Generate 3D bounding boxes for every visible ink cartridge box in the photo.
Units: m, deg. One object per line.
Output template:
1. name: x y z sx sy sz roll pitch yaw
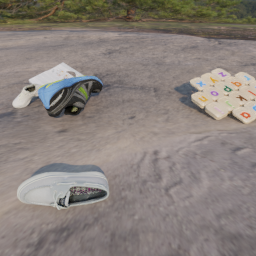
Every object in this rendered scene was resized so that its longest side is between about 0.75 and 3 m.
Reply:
1. ink cartridge box: -2.659 -1.734 11.038 1.927 0.420 1.673 35 56 30

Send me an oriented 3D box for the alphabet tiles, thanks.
1. alphabet tiles: 3.722 -1.232 10.114 2.839 0.207 2.777 -25 49 -24

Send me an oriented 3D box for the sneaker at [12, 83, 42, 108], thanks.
1. sneaker: -3.739 -1.238 10.204 1.319 0.514 0.655 -38 -13 2

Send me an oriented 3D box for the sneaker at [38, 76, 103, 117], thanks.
1. sneaker: -1.834 -1.082 9.405 1.039 1.214 2.931 -3 16 27

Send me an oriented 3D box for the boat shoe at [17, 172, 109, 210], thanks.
1. boat shoe: -1.219 1.240 5.449 1.775 0.619 0.632 -4 23 -17
